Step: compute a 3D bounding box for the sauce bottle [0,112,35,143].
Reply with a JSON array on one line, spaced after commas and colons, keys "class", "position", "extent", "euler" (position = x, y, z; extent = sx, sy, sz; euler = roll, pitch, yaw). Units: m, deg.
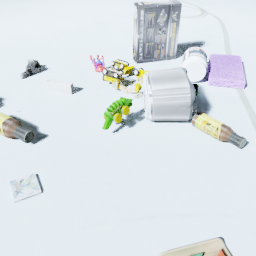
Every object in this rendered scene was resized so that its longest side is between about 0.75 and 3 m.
[{"class": "sauce bottle", "position": [-4.174, -0.058, 9.651], "extent": [2.232, 0.722, 0.722], "euler": [20, 41, 26]}]

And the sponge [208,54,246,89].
[{"class": "sponge", "position": [4.696, -2.808, 13.495], "extent": [1.576, 0.421, 2.825], "euler": [7, 38, 12]}]

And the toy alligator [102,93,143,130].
[{"class": "toy alligator", "position": [-0.248, -0.796, 9.849], "extent": [0.641, 0.587, 2.163], "euler": [15, 51, 43]}]

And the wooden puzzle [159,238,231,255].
[{"class": "wooden puzzle", "position": [1.614, 3.187, 5.702], "extent": [2.802, 0.328, 1.890], "euler": [-13, 39, -17]}]

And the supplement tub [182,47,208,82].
[{"class": "supplement tub", "position": [3.133, -2.995, 13.160], "extent": [1.162, 1.162, 1.656], "euler": [7, 38, 9]}]

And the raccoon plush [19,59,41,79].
[{"class": "raccoon plush", "position": [-4.892, -2.961, 13.627], "extent": [0.900, 0.650, 1.344], "euler": [23, 43, 39]}]

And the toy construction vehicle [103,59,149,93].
[{"class": "toy construction vehicle", "position": [-0.090, -2.333, 12.764], "extent": [2.313, 0.814, 2.013], "euler": [22, 31, 22]}]

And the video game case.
[{"class": "video game case", "position": [-2.897, 1.670, 7.894], "extent": [0.740, 0.089, 0.812], "euler": [-17, 40, -22]}]

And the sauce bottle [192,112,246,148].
[{"class": "sauce bottle", "position": [3.082, 0.068, 9.569], "extent": [0.617, 0.617, 1.908], "euler": [-28, 43, -32]}]

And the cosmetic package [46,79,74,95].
[{"class": "cosmetic package", "position": [-2.938, -1.792, 12.149], "extent": [1.181, 0.488, 0.299], "euler": [11, 36, 13]}]

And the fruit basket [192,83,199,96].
[{"class": "fruit basket", "position": [2.557, -1.587, 11.849], "extent": [0.861, 0.621, 0.861], "euler": [3, 20, -1]}]

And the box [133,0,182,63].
[{"class": "box", "position": [1.418, -4.843, 14.178], "extent": [2.276, 2.874, 0.695], "euler": [-10, 38, -14]}]

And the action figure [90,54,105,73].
[{"class": "action figure", "position": [-1.533, -3.411, 14.004], "extent": [0.591, 0.897, 1.812], "euler": [-11, 41, -13]}]

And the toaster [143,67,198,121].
[{"class": "toaster", "position": [1.485, -1.197, 10.537], "extent": [1.741, 1.532, 2.695], "euler": [-4, 39, 1]}]
